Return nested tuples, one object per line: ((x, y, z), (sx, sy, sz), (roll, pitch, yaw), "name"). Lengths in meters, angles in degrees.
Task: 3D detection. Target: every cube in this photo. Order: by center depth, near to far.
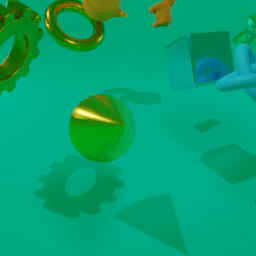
((1.616, -1.507, 6.413), (1.067, 1.067, 1.067), (-11, 4, -20), "cube")

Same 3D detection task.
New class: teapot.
((-0.827, -4.138, 9.102), (2.027, 1.261, 0.993), (35, 6, -3), "teapot")

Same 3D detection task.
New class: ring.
((-1.766, -3.477, 9.443), (2.089, 0.418, 2.089), (10, 64, -22), "ring")

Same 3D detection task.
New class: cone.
((-0.272, -0.018, 4.863), (1.340, 1.340, 1.345), (-13, 2, -19), "cone")

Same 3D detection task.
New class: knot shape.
((2.395, -1.018, 5.250), (1.498, 0.692, 1.401), (6, 46, -2), "knot shape")

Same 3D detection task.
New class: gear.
((-2.518, -1.516, 5.670), (0.386, 2.085, 2.085), (33, 39, 2), "gear")

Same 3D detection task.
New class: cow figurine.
((3.326, -2.474, 7.388), (1.122, 1.104, 0.616), (13, 44, -44), "cow figurine")
((1.027, -3.199, 7.596), (0.891, 0.906, 0.497), (-19, 8, -25), "cow figurine")
